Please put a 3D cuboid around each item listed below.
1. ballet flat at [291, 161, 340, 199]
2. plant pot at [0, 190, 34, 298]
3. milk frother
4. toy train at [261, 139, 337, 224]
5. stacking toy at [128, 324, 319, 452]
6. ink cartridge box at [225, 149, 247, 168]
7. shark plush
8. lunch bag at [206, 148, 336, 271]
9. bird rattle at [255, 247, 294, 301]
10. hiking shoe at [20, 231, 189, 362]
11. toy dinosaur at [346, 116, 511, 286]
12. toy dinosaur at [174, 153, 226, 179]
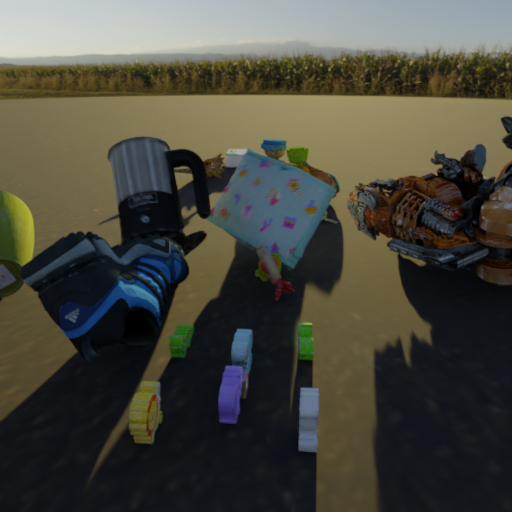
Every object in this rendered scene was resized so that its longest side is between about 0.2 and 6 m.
[{"bbox_3d":[1.122,-1.816,13.719,0.889,0.833,2.458,-25,30,-11],"label":"ballet flat"},{"bbox_3d":[-3.831,-0.054,8.164,1.336,1.336,1.427,-10,38,-27],"label":"plant pot"},{"bbox_3d":[-1.500,-0.799,8.770,1.467,1.529,1.626,-6,-17,-18],"label":"milk frother"},{"bbox_3d":[0.940,-1.675,12.049,1.068,1.460,2.524,-15,24,-33],"label":"toy train"},{"bbox_3d":[-0.205,1.141,5.688,1.625,0.506,2.155,2,19,4],"label":"stacking toy"},{"bbox_3d":[-0.548,-3.019,17.310,0.726,0.419,0.998,1,20,2],"label":"ink cartridge box"},{"bbox_3d":[3.868,-0.956,10.586,3.693,1.678,1.538,-15,55,-47],"label":"shark plush"},{"bbox_3d":[0.311,-0.724,8.964,1.728,1.472,1.054,30,0,36],"label":"lunch bag"},{"bbox_3d":[0.192,0.224,7.928,0.457,0.661,0.811,-24,32,2],"label":"bird rattle"},{"bbox_3d":[-1.598,0.509,6.893,1.122,1.308,3.016,-29,-7,17],"label":"hiking shoe"},{"bbox_3d":[3.853,-0.428,8.598,4.744,2.423,3.220,37,49,22],"label":"toy dinosaur"},{"bbox_3d":[-1.543,-2.340,15.381,1.238,0.704,2.331,-8,2,38],"label":"toy dinosaur"}]
